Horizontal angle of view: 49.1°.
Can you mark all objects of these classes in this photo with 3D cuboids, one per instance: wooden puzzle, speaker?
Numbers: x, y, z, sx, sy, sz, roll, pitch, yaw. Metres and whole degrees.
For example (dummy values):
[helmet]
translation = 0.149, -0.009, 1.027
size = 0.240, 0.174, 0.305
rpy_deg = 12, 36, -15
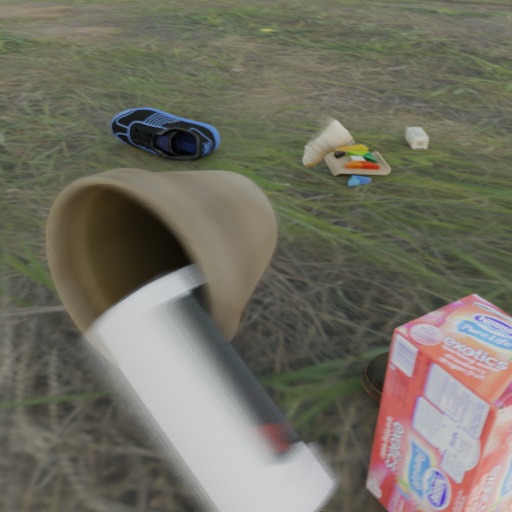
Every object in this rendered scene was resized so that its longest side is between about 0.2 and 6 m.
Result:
[wooden puzzle]
translation = 2.282, -2.168, 12.844
size = 1.405, 0.243, 2.082
rpy_deg = -7, 32, -11
[speaker]
translation = -0.410, 1.417, 5.228
size = 1.002, 1.002, 2.467
rpy_deg = -29, 76, -38

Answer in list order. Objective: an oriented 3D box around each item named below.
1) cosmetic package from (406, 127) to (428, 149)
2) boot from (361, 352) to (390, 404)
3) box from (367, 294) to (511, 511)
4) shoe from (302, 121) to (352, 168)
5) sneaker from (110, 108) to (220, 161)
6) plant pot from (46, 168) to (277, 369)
[cosmetic package]
translation = 4.020, -2.945, 14.027
size = 0.382, 0.322, 0.739
rpy_deg = 0, 32, 2
[boot]
translation = 2.950, 1.118, 6.156
size = 3.419, 1.657, 1.277
rpy_deg = 7, 32, 11
[box]
translation = 1.808, 1.573, 4.974
size = 1.006, 2.125, 1.090
rpy_deg = -18, 36, -26
[shoe]
translation = 1.409, -2.336, 11.771
size = 0.610, 0.466, 1.744
rpy_deg = -40, 7, -23
[sneaker]
translation = -2.315, -2.877, 13.286
size = 2.798, 0.981, 1.090
rpy_deg = 10, 26, 13
[plant pot]
translation = -0.917, -0.046, 7.271
size = 2.630, 2.630, 2.282
rpy_deg = 18, 31, 27
